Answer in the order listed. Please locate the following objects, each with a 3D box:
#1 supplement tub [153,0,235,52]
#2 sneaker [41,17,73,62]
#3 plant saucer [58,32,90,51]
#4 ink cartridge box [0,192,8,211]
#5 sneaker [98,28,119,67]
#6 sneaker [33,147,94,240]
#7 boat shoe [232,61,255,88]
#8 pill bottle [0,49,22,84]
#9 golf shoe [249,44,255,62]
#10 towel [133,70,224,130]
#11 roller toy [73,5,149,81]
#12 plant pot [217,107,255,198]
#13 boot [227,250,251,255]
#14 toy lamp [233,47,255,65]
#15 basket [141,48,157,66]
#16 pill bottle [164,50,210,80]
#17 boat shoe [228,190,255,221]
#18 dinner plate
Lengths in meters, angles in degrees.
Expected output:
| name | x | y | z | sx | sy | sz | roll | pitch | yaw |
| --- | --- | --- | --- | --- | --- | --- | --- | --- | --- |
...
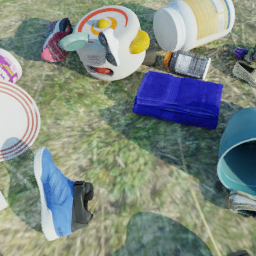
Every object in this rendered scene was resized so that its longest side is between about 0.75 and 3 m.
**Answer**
| name | x | y | z | sx | sy | sz | roll | pitch | yaw |
| --- | --- | --- | --- | --- | --- | --- | --- | --- | --- |
| supplement tub | 2.677 | -4.380 | 11.565 | 2.815 | 2.037 | 2.037 | -24 | 55 | -18 |
| sneaker | -3.073 | -3.613 | 11.698 | 1.001 | 1.081 | 2.681 | -6 | 43 | 14 |
| plant saucer | -1.693 | -2.715 | 8.946 | 1.039 | 1.039 | 0.187 | -19 | 87 | -14 |
| ink cartridge box | -4.300 | 1.623 | 7.690 | 1.111 | 0.654 | 1.929 | -32 | 58 | -23 |
| sneaker | -0.479 | -2.547 | 8.915 | 0.477 | 1.281 | 0.558 | 21 | 55 | 36 |
| sneaker | -1.655 | 1.534 | 7.524 | 1.412 | 0.974 | 2.538 | -16 | 57 | -5 |
| boat shoe | 4.821 | -2.002 | 10.624 | 1.723 | 0.560 | 0.622 | 37 | 60 | 26 |
| pill bottle | -4.964 | -1.531 | 9.712 | 1.402 | 1.402 | 2.497 | 16 | 54 | 13 |
| golf shoe | 5.783 | -2.683 | 10.753 | 2.328 | 0.905 | 1.100 | -12 | 42 | -25 |
| towel | 1.804 | -1.123 | 9.819 | 2.924 | 0.724 | 2.159 | 13 | 54 | 10 |
| roller toy | -0.689 | -3.200 | 10.432 | 2.483 | 1.902 | 2.722 | -27 | 56 | -2 |
| plant pot | 3.541 | 0.508 | 7.844 | 2.094 | 2.094 | 1.967 | 10 | 37 | 7 |
| boot | 2.035 | 3.926 | 5.628 | 2.534 | 0.953 | 1.894 | -33 | 51 | -11 |
| toy lamp | 5.033 | -2.639 | 11.181 | 0.533 | 0.533 | 1.833 | -32 | 59 | -23 |
| basket | 0.743 | -2.833 | 11.311 | 0.802 | 0.546 | 0.723 | -4 | 73 | 2 |
| pill bottle | 2.246 | -2.486 | 10.807 | 1.660 | 0.882 | 0.882 | 19 | 54 | 15 |
| boat shoe | 3.448 | 2.180 | 7.338 | 1.601 | 0.598 | 0.548 | 14 | 56 | 22 |
| dinner plate | -4.187 | -0.260 | 8.761 | 2.755 | 0.334 | 2.755 | 11 | 65 | -26 |
